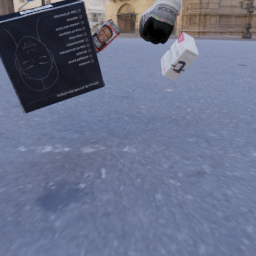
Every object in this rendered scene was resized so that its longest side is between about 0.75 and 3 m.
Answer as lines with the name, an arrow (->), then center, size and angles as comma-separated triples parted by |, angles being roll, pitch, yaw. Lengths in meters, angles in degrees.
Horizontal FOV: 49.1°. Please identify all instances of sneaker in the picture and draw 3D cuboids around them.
sneaker -> 0.851, -3.247, 9.188 | 0.979, 1.161, 2.654 | 21, -6, -13

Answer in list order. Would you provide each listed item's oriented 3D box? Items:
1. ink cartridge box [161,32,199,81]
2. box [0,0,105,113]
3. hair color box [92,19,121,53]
ink cartridge box -> 1.002, -1.400, 5.553 | 0.318, 0.753, 0.545 | 19, 47, -23
box -> -1.805, -1.686, 6.414 | 1.997, 1.963, 1.238 | -21, 32, -14
hair color box -> -0.737, -2.816, 8.623 | 1.030, 0.523, 0.316 | -29, 11, 46
